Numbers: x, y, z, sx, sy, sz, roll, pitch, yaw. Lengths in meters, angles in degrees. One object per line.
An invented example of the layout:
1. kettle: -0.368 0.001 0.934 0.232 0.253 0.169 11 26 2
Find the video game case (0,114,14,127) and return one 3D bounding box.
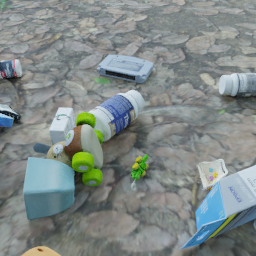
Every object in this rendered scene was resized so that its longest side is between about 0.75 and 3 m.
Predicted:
1. video game case: -5.409 -0.481 10.142 1.619 0.406 1.786 17 2 19

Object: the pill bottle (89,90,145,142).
1. pill bottle: -0.407 -0.538 10.394 1.218 1.218 2.194 31 50 30

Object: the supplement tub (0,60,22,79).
1. supplement tub: -5.693 -2.772 13.223 1.167 0.819 0.819 -7 42 -9

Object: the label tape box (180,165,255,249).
1. label tape box: 2.533 1.906 6.968 2.743 1.965 0.907 -15 55 -16

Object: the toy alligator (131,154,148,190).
1. toy alligator: 0.268 1.393 8.861 0.400 0.437 1.475 -24 26 40

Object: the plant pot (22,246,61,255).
1. plant pot: -1.865 3.280 6.050 1.433 1.433 1.003 -30 33 -30

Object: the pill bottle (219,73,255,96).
1. pill bottle: 4.907 -1.853 12.065 1.733 0.986 0.986 0 41 0

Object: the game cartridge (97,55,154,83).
1. game cartridge: -0.072 -2.961 13.739 2.474 0.514 1.647 15 39 16

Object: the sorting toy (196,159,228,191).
1. sorting toy: 2.603 1.370 8.441 0.505 0.851 0.945 28 36 -24

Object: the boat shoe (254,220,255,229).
1. boat shoe: 3.730 2.797 7.218 0.403 0.411 1.155 -16 44 -18

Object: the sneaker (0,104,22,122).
1. sneaker: -4.749 -0.663 11.097 1.366 0.505 0.541 18 40 20

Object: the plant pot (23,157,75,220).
1. plant pot: -2.163 1.672 7.923 1.295 1.268 1.271 0 41 -12

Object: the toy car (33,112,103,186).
1. toy car: -1.990 0.779 8.718 2.230 1.760 1.832 -9 51 7

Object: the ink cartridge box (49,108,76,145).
1. ink cartridge box: -2.301 0.014 9.982 0.543 0.941 1.288 2 40 3
